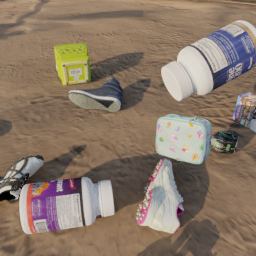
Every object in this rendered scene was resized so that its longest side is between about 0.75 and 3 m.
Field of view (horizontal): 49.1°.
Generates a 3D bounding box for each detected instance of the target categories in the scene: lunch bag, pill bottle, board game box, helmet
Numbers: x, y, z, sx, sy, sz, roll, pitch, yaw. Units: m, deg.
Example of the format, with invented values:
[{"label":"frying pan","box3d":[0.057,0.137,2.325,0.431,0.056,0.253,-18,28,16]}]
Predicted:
[{"label":"lunch bag","box3d":[1.420,0.231,7.112,1.437,1.152,0.554,11,16,36]},{"label":"pill bottle","box3d":[-1.531,1.963,7.338,2.256,1.257,1.257,-6,36,-8]},{"label":"board game box","box3d":[4.991,-0.578,11.061,0.674,1.110,1.392,-17,39,-24]},{"label":"helmet","box3d":[3.363,0.489,9.824,0.834,0.875,0.875,16,38,17]},{"label":"pill bottle","box3d":[2.308,-1.814,7.874,2.574,1.429,1.429,-29,41,-6]}]

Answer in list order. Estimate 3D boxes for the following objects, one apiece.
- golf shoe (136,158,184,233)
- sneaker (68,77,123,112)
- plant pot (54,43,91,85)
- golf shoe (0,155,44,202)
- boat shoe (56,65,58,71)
[{"label":"golf shoe","box3d":[1.044,1.890,7.958,1.161,0.956,2.538,27,38,1]},{"label":"sneaker","box3d":[-1.373,-1.612,12.570,2.345,0.892,1.694,11,47,0]},{"label":"plant pot","box3d":[-2.758,-3.185,14.316,1.710,1.702,1.552,-9,42,-13]},{"label":"golf shoe","box3d":[-3.340,1.634,8.382,2.173,0.845,1.027,-32,63,-34]},{"label":"boat shoe","box3d":[-3.388,-3.650,15.841,1.386,0.591,0.512,-12,37,-16]}]
